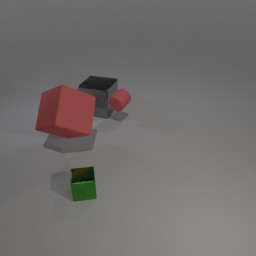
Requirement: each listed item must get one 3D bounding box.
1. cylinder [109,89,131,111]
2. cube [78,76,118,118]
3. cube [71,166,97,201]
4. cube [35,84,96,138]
[{"bbox_3d":[-0.332,-1.167,11.703,0.700,0.700,0.700,18,48,27],"label":"cylinder"},{"bbox_3d":[-1.333,-1.444,12.808,1.400,1.400,1.400,9,32,14],"label":"cube"},{"bbox_3d":[-1.325,1.658,8.349,0.700,0.700,0.700,-5,32,-8],"label":"cube"},{"bbox_3d":[-2.143,-0.504,9.668,1.400,1.400,1.400,18,-19,-42],"label":"cube"}]
